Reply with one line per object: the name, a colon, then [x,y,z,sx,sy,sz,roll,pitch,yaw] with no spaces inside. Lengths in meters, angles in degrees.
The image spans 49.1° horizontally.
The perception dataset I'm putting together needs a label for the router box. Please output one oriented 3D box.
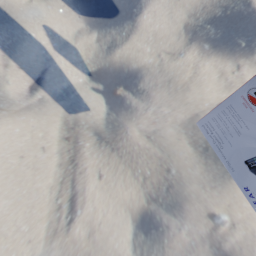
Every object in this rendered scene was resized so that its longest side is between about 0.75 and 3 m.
router box: [2.350,0.404,4.126,0.583,2.141,2.386,-27,77,-23]
